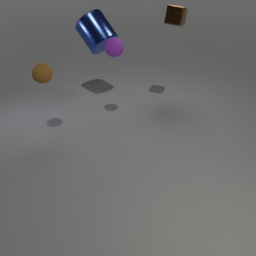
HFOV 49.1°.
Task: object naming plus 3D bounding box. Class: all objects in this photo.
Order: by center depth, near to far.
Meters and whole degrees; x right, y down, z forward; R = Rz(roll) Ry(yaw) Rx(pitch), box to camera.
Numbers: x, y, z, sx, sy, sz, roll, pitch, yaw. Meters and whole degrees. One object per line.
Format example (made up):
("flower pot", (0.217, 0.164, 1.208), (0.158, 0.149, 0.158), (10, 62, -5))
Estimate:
("ball", (-2.912, -1.861, 9.510), (0.700, 0.700, 0.700), (0, 31, 0))
("ball", (-0.504, -2.944, 10.231), (0.700, 0.700, 0.700), (0, 31, 0))
("cube", (1.949, -4.541, 11.369), (0.700, 0.700, 0.700), (17, 21, 18))
("cylinder", (-1.400, -4.277, 12.538), (1.400, 1.400, 1.400), (-34, 0, 0))
